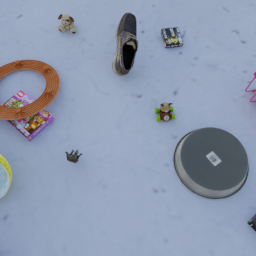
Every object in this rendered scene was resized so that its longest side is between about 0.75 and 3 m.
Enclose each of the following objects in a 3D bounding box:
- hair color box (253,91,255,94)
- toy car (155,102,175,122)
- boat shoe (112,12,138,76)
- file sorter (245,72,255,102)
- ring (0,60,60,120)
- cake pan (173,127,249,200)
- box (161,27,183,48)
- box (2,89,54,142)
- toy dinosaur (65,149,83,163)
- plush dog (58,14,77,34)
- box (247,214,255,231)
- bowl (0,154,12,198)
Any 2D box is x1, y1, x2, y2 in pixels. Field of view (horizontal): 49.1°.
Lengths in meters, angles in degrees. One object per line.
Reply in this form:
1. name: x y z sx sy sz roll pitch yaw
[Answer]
1. hair color box: 5.197 -1.216 10.214 1.012 0.310 0.514 36 71 16
2. toy car: 1.321 -0.640 9.785 0.654 0.796 0.628 -6 64 -3
3. boat shoe: 0.046 -3.119 10.460 0.877 0.864 2.356 4 95 -32
4. file sorter: 5.167 -0.894 9.659 1.391 1.255 2.001 -12 65 -7
5. ring: -4.008 -1.548 10.286 2.980 0.286 2.980 -1 56 1
6. cake pan: 2.757 1.042 9.155 2.519 0.462 2.519 0 64 0
7. box: 1.820 -3.752 11.624 0.742 0.226 0.921 -6 64 -6
8. box: -3.647 -0.475 9.956 1.714 0.335 1.173 38 70 17
9. toy dinosaur: -1.744 0.930 8.909 0.349 0.908 0.464 35 95 14
10. plush dog: -2.511 -4.429 11.675 0.841 0.723 0.675 12 65 6
11. box: 4.624 3.063 8.249 1.256 0.317 1.757 -37 68 -16
12. bowl: -4.399 1.263 8.605 1.814 1.814 0.976 -3 26 -1
